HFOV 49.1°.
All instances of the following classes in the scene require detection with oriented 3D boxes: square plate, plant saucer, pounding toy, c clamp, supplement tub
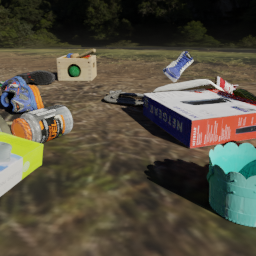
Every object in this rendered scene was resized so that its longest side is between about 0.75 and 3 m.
[{"bbox_3d":[2.193,-1.378,9.966,2.023,0.291,2.043,-6,-3,30],"label":"square plate"},{"bbox_3d":[3.866,-0.823,8.764,1.335,0.207,1.335,40,8,-6],"label":"plant saucer"},{"bbox_3d":[-2.693,-3.563,15.528,2.206,1.704,2.396,0,19,2],"label":"pounding toy"},{"bbox_3d":[0.091,-1.276,11.134,2.301,0.312,1.966,12,23,30],"label":"c clamp"},{"bbox_3d":[-2.103,-0.066,6.938,0.819,0.819,1.337,15,25,35],"label":"supplement tub"}]

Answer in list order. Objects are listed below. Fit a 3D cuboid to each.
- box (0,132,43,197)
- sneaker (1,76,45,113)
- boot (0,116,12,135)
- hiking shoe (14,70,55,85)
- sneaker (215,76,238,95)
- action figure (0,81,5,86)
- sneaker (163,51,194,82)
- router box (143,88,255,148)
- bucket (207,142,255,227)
[{"bbox_3d":[-2.718,0.730,4.681,1.495,0.584,2.451,15,20,10],"label":"box"},{"bbox_3d":[-4.006,-1.170,9.871,1.080,1.037,2.753,-21,26,-35],"label":"sneaker"},{"bbox_3d":[-4.222,0.210,6.304,2.591,0.940,2.356,-21,26,-32],"label":"boot"},{"bbox_3d":[-4.695,-2.627,14.284,2.008,0.761,1.011,-2,23,-4],"label":"hiking shoe"},{"bbox_3d":[3.832,-1.554,10.882,0.924,0.585,1.643,10,-5,19],"label":"sneaker"},{"bbox_3d":[-6.391,-2.175,13.724,0.718,0.332,1.216,10,18,35],"label":"action figure"},{"bbox_3d":[1.572,-1.957,8.572,0.538,0.769,1.331,41,34,-1],"label":"sneaker"},{"bbox_3d":[2.215,-0.442,8.107,2.678,0.729,2.984,-7,20,-19],"label":"router box"},{"bbox_3d":[1.856,0.833,4.335,1.302,0.847,1.302,1,19,0],"label":"bucket"}]
